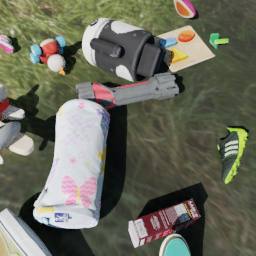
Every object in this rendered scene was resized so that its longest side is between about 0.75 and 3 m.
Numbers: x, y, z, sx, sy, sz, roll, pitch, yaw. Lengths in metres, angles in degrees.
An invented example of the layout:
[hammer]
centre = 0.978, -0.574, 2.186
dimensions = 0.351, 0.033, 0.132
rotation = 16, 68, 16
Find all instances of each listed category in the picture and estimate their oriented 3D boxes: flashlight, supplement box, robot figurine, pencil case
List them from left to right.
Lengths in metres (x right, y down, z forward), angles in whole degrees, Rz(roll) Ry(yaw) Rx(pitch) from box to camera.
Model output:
[pencil case]
centre = -1.203, 0.788, 6.512
dimensions = 1.356, 1.243, 2.990
rotation = 0, 58, 8
[robot figurine]
centre = -0.159, -2.316, 8.242
dimensions = 2.432, 1.827, 1.518
rotation = 24, 73, 17
[flashlight]
centre = -0.047, -1.033, 7.909
dimensions = 2.735, 0.929, 0.926
rotation = -13, 84, -12
[supplement box]
centre = 0.748, 2.040, 5.993
dimensions = 1.432, 0.779, 0.436
rotation = -16, 60, -11

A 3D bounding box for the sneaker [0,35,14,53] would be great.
[sneaker]
centre = -4.048, -2.839, 9.265
dimensions = 0.959, 0.390, 0.423
rotation = 37, 67, 20

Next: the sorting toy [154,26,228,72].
[sorting toy]
centre = 2.100, -2.836, 9.287
dimensions = 2.336, 0.344, 1.727
rotation = -23, 61, -13

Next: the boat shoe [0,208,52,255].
[boat shoe]
centre = -1.913, 2.730, 5.502
dimensions = 0.801, 0.930, 2.584
rotation = -40, 69, -20

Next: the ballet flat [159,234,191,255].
[ballet flat]
centre = 0.916, 2.723, 5.240
dimensions = 0.623, 0.623, 1.794
rotation = -19, 100, -12

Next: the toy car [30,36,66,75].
[toy car]
centre = -2.295, -2.084, 8.667
dimensions = 1.016, 0.975, 1.102
rotation = -29, 90, -25

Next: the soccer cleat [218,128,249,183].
[soccer cleat]
centre = 2.538, 0.665, 7.065
dimensions = 0.654, 0.544, 1.613
rotation = 14, 56, 29

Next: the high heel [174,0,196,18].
[high heel]
centre = 2.074, -4.834, 10.268
dimensions = 1.042, 0.731, 2.168
rotation = -30, 59, -5

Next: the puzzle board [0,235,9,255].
[puzzle board]
centre = -3.074, 2.886, 5.851
dimensions = 1.251, 0.144, 1.660
rotation = -25, 62, -16

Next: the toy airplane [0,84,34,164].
[toy airplane]
centre = -3.814, -0.117, 6.674
dimensions = 2.712, 1.914, 2.700
rotation = -18, 59, -10
